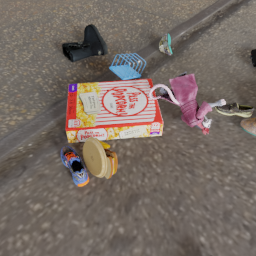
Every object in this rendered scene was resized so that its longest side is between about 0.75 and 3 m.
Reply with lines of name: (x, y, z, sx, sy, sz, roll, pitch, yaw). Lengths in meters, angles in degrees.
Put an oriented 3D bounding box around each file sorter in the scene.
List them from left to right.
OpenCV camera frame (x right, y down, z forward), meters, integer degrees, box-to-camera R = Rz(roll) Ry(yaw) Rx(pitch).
file sorter: (0.019, -2.126, 9.510, 0.700, 0.619, 1.008, 42, 36, 21)

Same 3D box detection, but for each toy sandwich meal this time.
toy sandwich meal: (-0.753, 0.764, 7.438, 0.418, 1.222, 1.222, -15, 45, -37)

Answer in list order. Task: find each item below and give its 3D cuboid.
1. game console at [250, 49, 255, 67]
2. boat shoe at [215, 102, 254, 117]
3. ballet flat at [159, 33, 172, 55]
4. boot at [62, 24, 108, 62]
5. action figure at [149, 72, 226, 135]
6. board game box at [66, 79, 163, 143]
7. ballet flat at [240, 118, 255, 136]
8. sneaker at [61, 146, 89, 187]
game console: (5.839, -2.217, 10.846, 1.651, 0.337, 2.799, 4, 46, 4)
boat shoe: (3.356, -0.630, 8.803, 1.174, 0.380, 0.430, 5, 44, -5)
ballet flat: (1.613, -3.534, 12.093, 0.546, 0.546, 1.517, 2, 46, 2)
boot: (-1.997, -3.638, 11.900, 1.708, 0.776, 2.032, -16, 54, -21)
action figure: (1.868, -0.686, 8.498, 1.523, 1.370, 2.045, -15, 71, -35)
board game box: (-0.482, -0.618, 9.049, 2.866, 0.664, 2.171, -5, 46, -5)
ballet flat: (4.594, 0.000, 8.397, 2.244, 0.755, 0.764, 20, 48, 19)
sneaker: (-1.455, 0.930, 7.646, 0.514, 0.536, 1.366, -25, 51, -24)
